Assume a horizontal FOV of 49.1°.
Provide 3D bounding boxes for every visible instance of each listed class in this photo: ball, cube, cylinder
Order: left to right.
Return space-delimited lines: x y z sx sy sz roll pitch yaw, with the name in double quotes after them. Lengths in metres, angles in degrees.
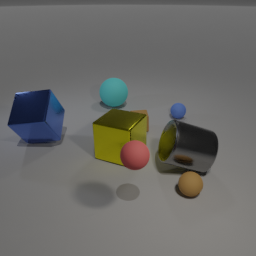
-3.308 -0.402 10.319 1.400 1.400 1.400 -5 59 10 "cube"
-0.698 -1.748 13.714 1.400 1.400 1.400 0 27 0 "ball"
-0.249 0.286 9.751 1.400 1.400 1.400 11 29 24 "cube"
0.162 0.642 6.590 0.700 0.700 0.700 0 27 0 "ball"
0.478 -0.296 11.677 0.700 0.700 0.700 -4 27 -2 "cube"
2.268 -0.784 12.637 0.700 0.700 0.700 0 27 0 "ball"
1.861 0.577 8.831 1.400 1.400 1.400 16 24 -14 "cylinder"
1.790 1.600 8.007 0.700 0.700 0.700 0 27 0 "ball"
